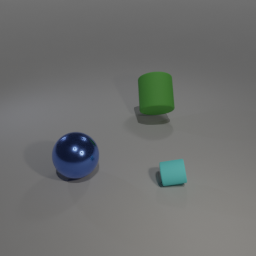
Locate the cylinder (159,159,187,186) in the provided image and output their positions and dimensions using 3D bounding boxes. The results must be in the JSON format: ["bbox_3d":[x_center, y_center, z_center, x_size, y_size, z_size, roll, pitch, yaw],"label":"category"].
[{"bbox_3d":[1.319,1.296,8.184,0.700,0.700,0.700,-10,28,9],"label":"cylinder"}]

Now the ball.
[{"bbox_3d":[-1.565,0.814,8.413,1.400,1.400,1.400,0,29,0],"label":"ball"}]

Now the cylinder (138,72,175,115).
[{"bbox_3d":[1.133,-1.371,11.361,1.400,1.400,1.400,-3,-12,-1],"label":"cylinder"}]
